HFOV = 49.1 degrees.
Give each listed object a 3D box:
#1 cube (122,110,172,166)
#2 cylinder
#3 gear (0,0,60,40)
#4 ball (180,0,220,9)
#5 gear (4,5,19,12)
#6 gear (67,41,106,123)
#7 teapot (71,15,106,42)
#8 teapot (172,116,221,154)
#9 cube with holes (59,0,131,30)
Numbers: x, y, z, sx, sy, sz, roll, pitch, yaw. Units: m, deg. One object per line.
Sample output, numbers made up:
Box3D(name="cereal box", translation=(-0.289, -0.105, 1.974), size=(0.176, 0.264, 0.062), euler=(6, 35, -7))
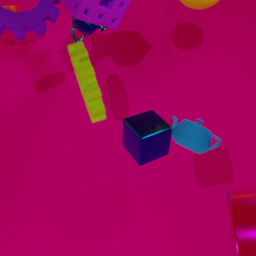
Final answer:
Box3D(name="cube", translation=(0.404, 0.202, 6.242), size=(0.799, 0.799, 0.799), euler=(-19, 43, -24))
Box3D(name="cylinder", translation=(1.875, 1.281, 3.668), size=(1.003, 1.003, 1.003), euler=(-8, 65, 17))
Box3D(name="gear", translation=(-2.224, -2.662, 5.523), size=(1.760, 0.326, 1.760), euler=(2, 84, -23))
Box3D(name="ball", translation=(1.598, -3.227, 6.081), size=(1.195, 1.195, 1.195), euler=(0, 66, 0))
Box3D(name="gear", translation=(-4.106, -3.346, 8.293), size=(1.662, 0.307, 1.662), euler=(-7, 24, 3))
Box3D(name="gear", translation=(-0.840, -0.916, 5.737), size=(0.296, 1.600, 1.600), euler=(-18, 68, -8))
Box3D(name="teapot", translation=(-0.874, -2.886, 7.263), size=(1.683, 1.046, 0.824), euler=(-38, 111, 21))
Box3D(name="teapot", translation=(1.166, 0.097, 5.118), size=(1.171, 0.728, 0.573), euler=(27, 90, 45))
Box3D(name="cube with holes", translation=(-0.630, -2.700, 5.400), size=(1.012, 1.012, 1.012), euler=(-4, 46, -47))
